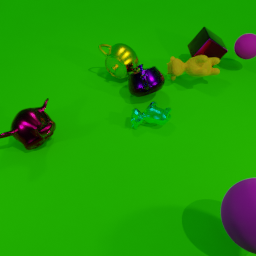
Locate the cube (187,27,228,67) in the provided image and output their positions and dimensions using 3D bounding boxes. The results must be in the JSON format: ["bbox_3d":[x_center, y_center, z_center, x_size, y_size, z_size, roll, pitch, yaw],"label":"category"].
[{"bbox_3d":[2.927,-2.955,10.380,0.943,0.943,0.943,24,40,-24],"label":"cube"}]

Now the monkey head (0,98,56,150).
[{"bbox_3d":[-2.462,-0.093,7.294,1.042,1.244,1.729,48,61,-5],"label":"monkey head"}]

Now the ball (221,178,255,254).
[{"bbox_3d":[2.351,1.559,5.010,1.321,1.321,1.321,0,43,0],"label":"ball"}]

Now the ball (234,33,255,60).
[{"bbox_3d":[4.295,-2.925,10.063,0.906,0.906,0.906,0,43,0],"label":"ball"}]

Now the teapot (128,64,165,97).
[{"bbox_3d":[0.538,-1.584,9.015,1.213,0.955,1.951,-18,13,7],"label":"teapot"}]

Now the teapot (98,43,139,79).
[{"bbox_3d":[-0.226,-2.195,9.692,1.996,1.241,0.977,43,55,-4],"label":"teapot"}]

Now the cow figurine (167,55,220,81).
[{"bbox_3d":[2.163,-2.068,9.576,1.513,0.831,1.489,-8,10,-39],"label":"cow figurine"}]

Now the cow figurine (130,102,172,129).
[{"bbox_3d":[0.628,-0.309,8.070,1.070,0.588,1.053,22,48,27],"label":"cow figurine"}]
